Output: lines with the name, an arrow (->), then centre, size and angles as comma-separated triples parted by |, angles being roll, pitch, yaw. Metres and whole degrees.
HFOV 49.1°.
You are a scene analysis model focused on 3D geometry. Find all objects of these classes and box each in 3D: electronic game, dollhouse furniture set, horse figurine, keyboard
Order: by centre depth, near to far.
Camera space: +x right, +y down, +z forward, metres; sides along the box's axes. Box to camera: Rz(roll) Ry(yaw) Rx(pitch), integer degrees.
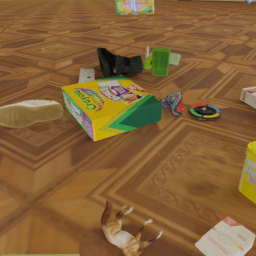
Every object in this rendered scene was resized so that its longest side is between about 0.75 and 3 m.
horse figurine -> -0.028, 1.789, 4.793 | 1.278, 0.319, 0.847 | 30, 58, 28
electronic game -> 2.461, -0.529, 8.963 | 1.017, 0.212, 1.017 | 0, 31, 0
keyboard -> -1.743, -2.125, 11.849 | 0.640, 0.121, 2.275 | 1, 30, -8
dollhouse furniture set -> 1.634, -3.455, 13.060 | 1.496, 1.156, 2.993 | 8, 31, 13

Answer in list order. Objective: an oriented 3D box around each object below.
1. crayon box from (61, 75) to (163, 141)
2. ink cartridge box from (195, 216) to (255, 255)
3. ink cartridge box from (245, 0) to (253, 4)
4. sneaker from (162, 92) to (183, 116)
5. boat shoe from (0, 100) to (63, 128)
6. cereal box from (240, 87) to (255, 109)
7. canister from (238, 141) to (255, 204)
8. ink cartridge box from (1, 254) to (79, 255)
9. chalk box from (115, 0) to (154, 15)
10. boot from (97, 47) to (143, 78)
crayon box -> -0.587, -0.786, 8.839 | 2.260, 0.764, 2.620 | -16, 34, -25
ink cartridge box -> 1.576, 1.935, 4.613 | 0.952, 0.321, 0.554 | -20, 36, -34
ink cartridge box -> 3.182, -3.875, 7.528 | 0.775, 0.447, 1.061 | 49, 21, 5
sneaker -> 1.442, -0.759, 9.166 | 0.674, 0.559, 1.411 | -4, 21, 13
boat shoe -> -3.020, -0.497, 8.489 | 1.987, 0.704, 0.689 | -7, 29, -30
cereal box -> 5.204, -0.754, 9.041 | 1.834, 0.504, 2.549 | -10, 32, -16
canister -> 2.660, 0.934, 5.548 | 0.479, 1.107, 0.822 | -16, 34, -25
ink cartridge box -> -1.332, 2.484, 3.626 | 1.220, 0.402, 1.677 | 0, 28, 0
chalk box -> 0.086, -4.634, 10.056 | 1.675, 1.037, 1.042 | 1, 19, 9
boot -> -0.389, -3.003, 12.496 | 1.748, 0.880, 2.338 | -13, 43, -9
